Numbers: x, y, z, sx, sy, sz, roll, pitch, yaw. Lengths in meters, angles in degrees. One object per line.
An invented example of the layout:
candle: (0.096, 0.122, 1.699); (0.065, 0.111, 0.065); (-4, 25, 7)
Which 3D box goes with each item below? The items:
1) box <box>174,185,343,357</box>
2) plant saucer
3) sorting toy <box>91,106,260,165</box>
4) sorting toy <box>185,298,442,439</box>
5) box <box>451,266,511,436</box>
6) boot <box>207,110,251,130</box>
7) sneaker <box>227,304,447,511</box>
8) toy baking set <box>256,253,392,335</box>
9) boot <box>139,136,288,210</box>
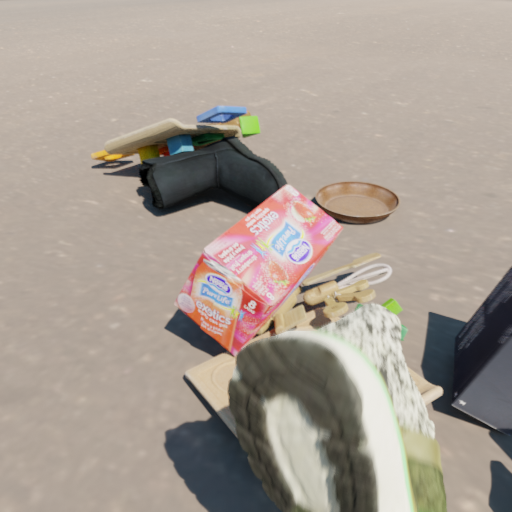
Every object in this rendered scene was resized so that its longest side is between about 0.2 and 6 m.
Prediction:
box: (0.090, 0.106, 7.145); (1.030, 1.075, 2.157); (39, 40, 8)
plant saucer: (1.917, -0.988, 10.657); (1.586, 0.290, 1.586); (0, 30, 0)
sorting toy: (-1.697, -2.288, 11.750); (3.958, 0.539, 2.229); (-9, 1, 34)
sorting toy: (0.972, 1.343, 6.547); (3.034, 0.447, 2.243); (-22, 30, -26)
box: (2.830, 0.971, 6.127); (0.725, 1.393, 1.268); (28, 35, 6)
boot: (-0.632, -3.069, 13.961); (0.710, 0.692, 1.881); (35, 48, 19)
sneaker: (0.932, 1.661, 3.621); (1.173, 3.051, 1.352); (-1, 20, 44)
toy baking set: (0.946, 0.537, 7.527); (1.647, 0.250, 2.146); (-14, 14, 28)
boot: (-0.854, -1.273, 10.494); (2.164, 0.984, 2.576); (-22, 45, -21)
